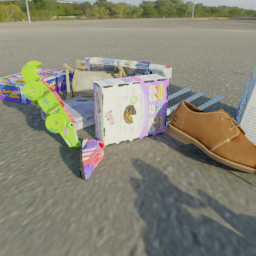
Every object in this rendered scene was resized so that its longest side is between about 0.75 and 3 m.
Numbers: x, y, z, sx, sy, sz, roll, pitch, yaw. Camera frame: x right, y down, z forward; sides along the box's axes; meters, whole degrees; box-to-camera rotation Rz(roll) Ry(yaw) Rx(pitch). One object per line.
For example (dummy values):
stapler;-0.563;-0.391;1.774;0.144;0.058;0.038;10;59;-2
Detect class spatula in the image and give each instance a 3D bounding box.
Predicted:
spatula;1.770;-0.732;9.473;2.887;0.232;2.008;-25;32;-33

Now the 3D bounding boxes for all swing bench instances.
swing bench;-1.202;-1.947;11.177;2.186;1.426;2.198;1;19;4

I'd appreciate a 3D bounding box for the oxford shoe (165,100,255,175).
oxford shoe;2.223;0.190;6.346;2.960;1.055;1.056;29;18;31

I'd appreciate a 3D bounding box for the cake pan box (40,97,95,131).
cake pan box;-1.675;-0.482;8.956;1.605;0.456;1.743;17;29;39

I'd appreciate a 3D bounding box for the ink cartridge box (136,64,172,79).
ink cartridge box;1.276;-2.779;13.934;1.497;0.620;1.091;15;28;30

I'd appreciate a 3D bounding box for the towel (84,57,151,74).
towel;-0.460;-2.354;10.920;2.447;0.291;1.797;3;0;-6

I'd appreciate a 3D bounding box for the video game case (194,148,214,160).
video game case;2.119;0.547;7.067;0.610;0.081;0.854;15;29;30

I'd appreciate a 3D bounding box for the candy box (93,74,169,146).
candy box;0.088;-0.527;7.571;1.934;1.623;0.692;-11;26;-24

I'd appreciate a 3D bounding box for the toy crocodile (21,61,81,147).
toy crocodile;-1.909;-0.551;7.084;0.764;2.473;0.835;-35;-4;-6

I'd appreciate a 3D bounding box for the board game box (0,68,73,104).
board game box;-3.966;-1.863;11.807;1.984;0.661;2.951;11;26;23

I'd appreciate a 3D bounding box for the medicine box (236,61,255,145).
medicine box;3.890;-1.062;7.253;1.388;2.696;2.456;18;27;16

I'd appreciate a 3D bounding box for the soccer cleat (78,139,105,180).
soccer cleat;-0.808;0.650;6.310;0.553;0.516;1.512;-3;21;-3

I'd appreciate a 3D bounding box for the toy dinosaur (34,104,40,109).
toy dinosaur;-2.917;-0.928;10.085;0.923;0.355;0.472;-22;38;-35
